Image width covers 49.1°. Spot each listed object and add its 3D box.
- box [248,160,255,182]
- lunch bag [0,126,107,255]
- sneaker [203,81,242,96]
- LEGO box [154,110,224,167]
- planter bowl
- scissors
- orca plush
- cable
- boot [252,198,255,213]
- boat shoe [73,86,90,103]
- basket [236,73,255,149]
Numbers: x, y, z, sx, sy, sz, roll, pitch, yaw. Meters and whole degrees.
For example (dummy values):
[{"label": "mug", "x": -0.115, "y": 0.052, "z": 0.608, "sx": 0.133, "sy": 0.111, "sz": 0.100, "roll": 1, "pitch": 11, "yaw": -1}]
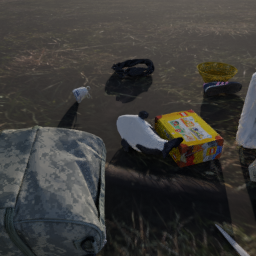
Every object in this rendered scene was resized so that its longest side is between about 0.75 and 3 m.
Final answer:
[{"label": "box", "x": 3.964, "y": 1.128, "z": 8.183, "sx": 1.024, "sy": 0.486, "sz": 0.398, "roll": -27, "pitch": 19, "yaw": -37}, {"label": "lunch bag", "x": -1.677, "y": 1.396, "z": 6.180, "sx": 2.428, "sy": 2.017, "sz": 2.895, "roll": -7, "pitch": 40, "yaw": 3}, {"label": "sneaker", "x": 4.282, "y": -1.924, "z": 12.771, "sx": 1.753, "sy": 0.615, "sz": 0.719, "roll": -4, "pitch": 37, "yaw": -8}, {"label": "LEGO box", "x": 1.933, "y": 0.269, "z": 9.297, "sx": 1.474, "sy": 0.764, "sz": 1.979, "roll": -10, "pitch": 35, "yaw": -15}, {"label": "planter bowl", "x": 4.218, "y": -2.506, "z": 13.501, "sx": 1.891, "sy": 0.788, "sz": 1.891, "roll": 1, "pitch": 33, "yaw": 0}, {"label": "scissors", "x": 2.715, "y": 3.038, "z": 5.611, "sx": 1.034, "sy": 0.197, "sz": 2.827, "roll": -27, "pitch": 43, "yaw": -33}, {"label": "orca plush", "x": 0.736, "y": 0.252, "z": 9.116, "sx": 0.976, "sy": 1.444, "sz": 2.745, "roll": 22, "pitch": -10, "yaw": -40}, {"label": "cable", "x": 0.304, "y": -3.187, "z": 14.860, "sx": 2.293, "sy": 0.582, "sz": 1.871, "roll": -21, "pitch": 33, "yaw": -25}, {"label": "boot", "x": 3.747, "y": 2.121, "z": 6.731, "sx": 0.986, "sy": 0.496, "sz": 1.319, "roll": -2, "pitch": 33, "yaw": -4}, {"label": "boat shoe", "x": -1.866, "y": -1.457, "z": 11.553, "sx": 0.695, "sy": 0.602, "sz": 1.630, "roll": -24, "pitch": 4, "yaw": -10}, {"label": "basket", "x": 5.186, "y": -0.630, "z": 9.127, "sx": 2.578, "sy": 2.555, "sz": 2.073, "roll": 15, "pitch": 32, "yaw": 23}]
